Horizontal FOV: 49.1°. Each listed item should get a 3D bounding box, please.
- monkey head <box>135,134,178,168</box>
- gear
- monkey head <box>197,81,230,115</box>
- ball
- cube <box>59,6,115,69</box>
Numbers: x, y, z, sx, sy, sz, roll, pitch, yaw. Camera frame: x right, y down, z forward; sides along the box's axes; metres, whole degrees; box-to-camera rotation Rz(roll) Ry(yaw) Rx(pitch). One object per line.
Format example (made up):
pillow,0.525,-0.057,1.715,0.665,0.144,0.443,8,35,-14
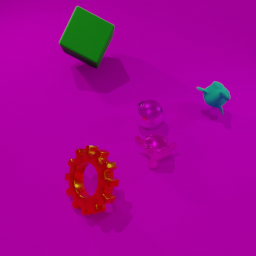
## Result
monkey head,0.781,0.622,7.914,1.255,0.903,0.756,10,32,-5
gear,-0.938,1.276,6.933,0.306,1.652,1.652,8,37,-49
monkey head,2.742,-0.961,8.700,1.234,0.743,0.887,44,22,-7
ball,0.654,-0.444,8.569,0.927,0.927,0.927,0,52,0
cube,-1.407,-3.088,9.796,1.392,1.392,1.392,26,91,-7
